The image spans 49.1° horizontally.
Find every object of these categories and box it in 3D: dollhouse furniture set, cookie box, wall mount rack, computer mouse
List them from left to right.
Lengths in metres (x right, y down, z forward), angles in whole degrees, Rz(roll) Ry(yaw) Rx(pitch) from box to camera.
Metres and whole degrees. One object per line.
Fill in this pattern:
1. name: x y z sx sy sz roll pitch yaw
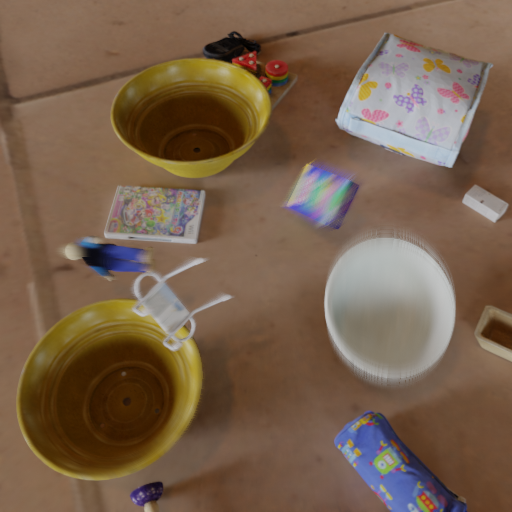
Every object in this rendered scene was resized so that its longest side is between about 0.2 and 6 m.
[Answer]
1. wall mount rack: -1.025 0.638 7.697 1.107 1.275 0.475 -47 34 -20
2. computer mouse: -0.697 -5.052 13.874 1.044 0.397 1.508 38 52 24
3. cookie box: 1.215 -1.099 10.315 1.056 0.397 0.903 30 98 41
4. dollhouse furniture set: 4.514 1.598 8.209 2.502 1.776 1.983 26 58 17

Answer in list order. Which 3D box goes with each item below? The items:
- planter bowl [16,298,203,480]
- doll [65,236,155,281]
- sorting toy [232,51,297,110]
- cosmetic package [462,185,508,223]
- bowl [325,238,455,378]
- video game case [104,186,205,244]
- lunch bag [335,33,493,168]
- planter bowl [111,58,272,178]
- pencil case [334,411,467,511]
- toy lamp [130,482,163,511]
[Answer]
1. planter bowl: -2.029 2.024 8.295 2.616 1.090 2.616 -1 59 2
2. doll: -2.338 0.037 8.842 1.427 0.974 0.346 8 47 7
3. sorting toy: -0.026 -4.158 13.097 1.525 0.531 1.516 25 58 17
4. cosmetic package: 4.505 -1.036 11.024 0.756 0.280 0.385 37 62 25
5. bowl: 1.853 0.802 8.455 2.036 0.915 2.036 3 78 -13
6. video game case: -1.953 -0.828 10.946 1.762 0.159 1.262 4 54 2
7. lunch bag: 3.175 -3.025 11.524 2.470 1.852 2.912 21 47 13
8. planter bowl: -1.265 -2.563 11.479 3.156 1.315 3.156 0 55 -1
9. pencil case: 2.012 3.063 7.755 0.872 0.783 2.007 -44 63 0
10. toy lamp: -1.208 3.946 7.310 0.537 0.537 1.845 -19 56 -13
